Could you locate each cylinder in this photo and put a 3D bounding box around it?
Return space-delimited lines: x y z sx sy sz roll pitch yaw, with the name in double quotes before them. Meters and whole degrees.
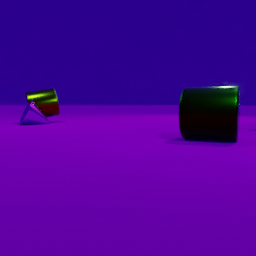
"cylinder" 1.541 -0.268 5.233 0.991 0.991 0.991 2 5 24
"cylinder" -3.082 -0.866 10.119 1.011 1.011 1.011 -13 9 -20

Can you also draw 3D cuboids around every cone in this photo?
"cone" -2.953 -0.334 9.233 0.896 0.892 0.892 27 -8 -26
